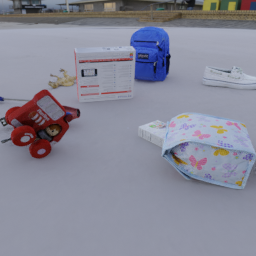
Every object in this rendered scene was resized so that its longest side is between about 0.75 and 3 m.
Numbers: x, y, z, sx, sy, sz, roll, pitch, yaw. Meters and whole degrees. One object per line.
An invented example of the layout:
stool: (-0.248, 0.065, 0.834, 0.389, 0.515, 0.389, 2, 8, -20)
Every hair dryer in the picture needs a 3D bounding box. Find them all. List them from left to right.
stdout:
hair dryer: (-2.686, -0.134, 8.776, 2.489, 0.676, 1.896, -22, 34, -18)

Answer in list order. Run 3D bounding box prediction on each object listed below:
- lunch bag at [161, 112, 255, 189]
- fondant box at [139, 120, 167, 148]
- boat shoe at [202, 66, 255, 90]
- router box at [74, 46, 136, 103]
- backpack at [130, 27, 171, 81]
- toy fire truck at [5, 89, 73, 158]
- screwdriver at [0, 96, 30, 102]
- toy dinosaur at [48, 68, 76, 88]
lunch bag: (1.813, 0.447, 6.709, 1.931, 1.228, 1.638, 13, 28, 5)
fondant box: (0.982, 0.172, 8.346, 0.819, 0.331, 1.136, -19, 31, -35)
boat shoe: (5.069, -2.453, 13.379, 2.868, 0.958, 1.055, 4, 25, 10)
router box: (-0.916, -2.142, 11.265, 2.332, 2.093, 0.570, -5, 33, -13)
backpack: (1.144, -3.800, 14.381, 2.098, 2.582, 2.167, 7, 25, 12)
toy fire truck: (-2.170, -0.101, 7.175, 1.409, 1.677, 0.940, -33, 54, 1)
screwdriver: (-4.775, -1.091, 11.194, 2.878, 0.419, 0.401, 9, 26, 12)
toy dinosaur: (-3.076, -2.427, 13.993, 2.339, 0.681, 1.183, -29, 52, -35)
